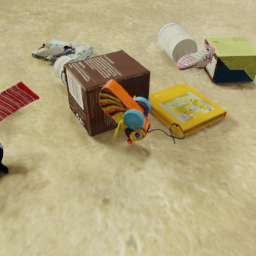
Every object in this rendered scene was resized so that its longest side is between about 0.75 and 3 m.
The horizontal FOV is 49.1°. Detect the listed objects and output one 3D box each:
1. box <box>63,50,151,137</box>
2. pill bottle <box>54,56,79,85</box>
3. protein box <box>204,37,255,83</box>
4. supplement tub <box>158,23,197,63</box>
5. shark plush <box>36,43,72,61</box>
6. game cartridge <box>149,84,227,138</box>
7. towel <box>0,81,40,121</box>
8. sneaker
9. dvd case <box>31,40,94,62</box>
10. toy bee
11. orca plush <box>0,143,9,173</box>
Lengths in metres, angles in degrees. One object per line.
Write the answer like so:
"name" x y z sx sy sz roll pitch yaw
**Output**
"box" -0.794 -1.376 10.622 2.555 2.098 2.120 -19 43 -22
"pill bottle" -2.178 -2.300 12.359 2.271 1.284 1.284 32 50 31
"protein box" 4.842 -3.295 13.430 2.050 1.393 2.065 -2 41 -3
"supplement tub" 2.574 -4.485 14.803 1.440 1.440 2.183 -10 42 -11
"shark plush" -3.846 -4.173 14.674 1.853 0.842 0.772 -33 25 -25
"game cartridge" 2.205 -0.861 11.342 2.325 0.428 2.637 -22 46 -24
"towel" -3.616 -0.785 8.568 1.566 1.133 0.176 -30 70 0
"sneaker" 2.596 -2.469 10.552 1.614 0.714 0.649 -27 47 -13
"dvd case" -3.531 -4.133 15.274 2.743 0.302 2.002 18 44 19
"toy bee" 0.113 -0.132 9.130 2.892 1.572 1.893 50 42 9
"orca plush" -4.025 1.248 8.667 0.716 1.059 2.013 17 27 -30
